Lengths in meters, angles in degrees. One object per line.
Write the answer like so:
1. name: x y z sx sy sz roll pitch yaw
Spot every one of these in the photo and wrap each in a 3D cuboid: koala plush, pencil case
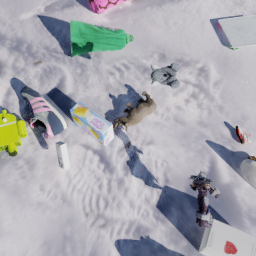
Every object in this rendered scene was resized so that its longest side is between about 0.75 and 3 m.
1. koala plush: 1.051 -1.615 8.707 0.893 0.792 0.821 -10 15 -36
2. pencil case: -0.808 -6.569 14.234 2.318 1.052 1.086 -31 99 -16

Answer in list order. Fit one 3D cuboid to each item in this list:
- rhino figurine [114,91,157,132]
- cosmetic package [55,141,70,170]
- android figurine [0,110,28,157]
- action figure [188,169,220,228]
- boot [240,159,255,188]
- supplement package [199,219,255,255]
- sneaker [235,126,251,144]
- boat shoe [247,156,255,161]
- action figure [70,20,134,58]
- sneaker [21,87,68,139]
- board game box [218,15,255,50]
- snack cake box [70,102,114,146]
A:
1. rhino figurine: 0.243 -0.549 10.669 2.003 0.599 0.876 -38 65 -19
2. cosmetic package: -2.088 0.882 8.941 0.359 0.870 0.220 13 26 43
3. android figurine: -4.659 0.211 10.308 1.829 0.412 2.009 -15 61 -9
4. action figure: 2.095 1.915 7.816 0.538 1.008 1.550 -1 91 -17
5. boot: 4.929 1.739 9.196 1.085 0.874 2.403 -34 68 -31
6. supplement package: 2.927 3.395 8.032 1.459 0.874 0.885 20 60 12
7. sneaker: 4.285 0.236 10.377 0.407 0.254 0.759 -8 62 -6
8. boat shoe: 4.472 1.302 9.683 0.274 0.292 0.811 -16 57 -8
9. action figure: -1.113 -3.978 12.479 2.838 1.677 0.776 -2 45 -11
10. sneaker: -3.434 -0.606 10.519 2.545 0.893 1.044 38 62 22
11. board game box: 5.547 -4.551 13.359 1.991 0.257 1.990 -9 59 -5
12. snack cake box: -1.297 -0.143 10.211 1.618 0.930 0.544 35 64 20
